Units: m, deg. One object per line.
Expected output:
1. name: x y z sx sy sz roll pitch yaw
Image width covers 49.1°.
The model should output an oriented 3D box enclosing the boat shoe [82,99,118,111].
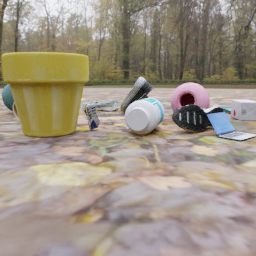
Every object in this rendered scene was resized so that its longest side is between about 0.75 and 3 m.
1. boat shoe: -1.302 -1.092 12.979 1.751 0.561 0.645 2 10 14

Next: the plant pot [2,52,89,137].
1. plant pot: -2.087 -0.880 7.392 2.158 2.031 2.158 -1 10 0

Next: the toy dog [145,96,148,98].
1. toy dog: 0.624 -1.009 11.714 0.547 0.783 0.760 4 5 35

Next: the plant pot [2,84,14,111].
1. plant pot: -4.228 -1.425 11.751 1.793 1.908 1.908 -12 1 34

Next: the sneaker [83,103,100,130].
1. sneaker: -1.045 -0.373 7.895 0.315 0.779 0.450 -17 30 -23

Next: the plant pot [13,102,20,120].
1. plant pot: -3.352 -0.603 9.556 0.948 0.948 1.012 -3 -4 -14

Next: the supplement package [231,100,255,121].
1. supplement package: 4.232 -0.661 10.170 0.656 0.665 1.096 0 10 3

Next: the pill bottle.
1. pill bottle: 0.442 -0.332 7.582 0.893 0.893 1.613 3 10 16

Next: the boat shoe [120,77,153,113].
1. boat shoe: 0.323 -1.105 11.165 0.786 0.773 2.180 -51 -2 -31

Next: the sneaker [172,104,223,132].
1. sneaker: 1.912 -0.250 7.990 2.011 0.743 0.797 -1 -2 -41

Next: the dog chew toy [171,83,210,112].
1. dog chew toy: 2.338 -0.902 10.104 1.315 1.315 2.111 4 3 23

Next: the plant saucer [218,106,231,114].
1. plant saucer: 4.605 -0.797 12.442 0.688 0.187 1.969 1 11 3

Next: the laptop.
1. laptop: 2.627 -0.065 7.058 0.898 0.556 0.959 -9 13 -40
